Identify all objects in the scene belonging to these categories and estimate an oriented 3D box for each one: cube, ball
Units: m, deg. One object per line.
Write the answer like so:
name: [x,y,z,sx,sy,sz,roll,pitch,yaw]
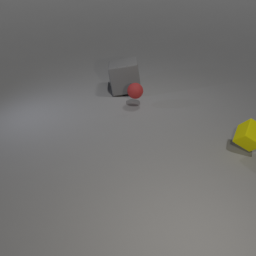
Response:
cube: [-0.158,-2.548,13.754,1.400,1.400,1.400,-8,30,3]
cube: [3.993,0.239,9.144,0.700,0.700,0.700,30,66,-4]
ball: [0.318,-1.629,12.290,0.700,0.700,0.700,0,31,0]
